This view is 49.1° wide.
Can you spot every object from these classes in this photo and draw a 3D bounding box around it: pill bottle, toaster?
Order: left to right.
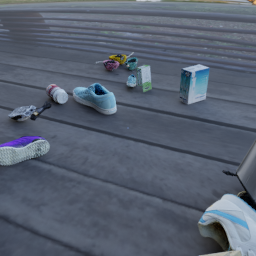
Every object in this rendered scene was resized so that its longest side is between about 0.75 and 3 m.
[{"bbox_3d":[-3.051,-1.462,12.079,0.599,0.599,1.049,-22,37,-32],"label":"pill bottle"},{"bbox_3d":[3.695,1.270,6.358,2.140,1.270,1.935,9,28,-13],"label":"toaster"}]

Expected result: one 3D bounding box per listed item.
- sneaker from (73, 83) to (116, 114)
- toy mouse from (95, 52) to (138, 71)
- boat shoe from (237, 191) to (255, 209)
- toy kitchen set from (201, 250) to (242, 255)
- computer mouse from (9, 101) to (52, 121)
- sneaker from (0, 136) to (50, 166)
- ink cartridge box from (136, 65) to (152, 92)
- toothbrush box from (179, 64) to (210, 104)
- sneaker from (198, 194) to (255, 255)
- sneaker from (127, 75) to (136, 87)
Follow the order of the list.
[{"bbox_3d":[-1.395,-1.467,11.652,2.536,1.039,0.937,25,37,35],"label":"sneaker"},{"bbox_3d":[-0.383,-3.574,15.751,2.691,0.521,2.391,-13,32,-21],"label":"toy mouse"},{"bbox_3d":[3.156,1.807,6.722,1.002,0.361,0.325,17,18,16],"label":"boat shoe"},{"bbox_3d":[0.935,3.105,4.367,1.671,1.848,2.048,-25,-23,32],"label":"toy kitchen set"},{"bbox_3d":[-3.710,-0.539,10.434,1.754,0.385,0.962,-4,38,32],"label":"computer mouse"},{"bbox_3d":[-3.370,0.613,8.632,1.731,0.602,0.861,-10,27,-26],"label":"sneaker"},{"bbox_3d":[0.750,-2.296,13.018,0.584,1.124,0.333,-27,32,-36],"label":"ink cartridge box"},{"bbox_3d":[2.800,-1.852,11.906,1.058,1.445,0.616,-19,33,-27],"label":"toothbrush box"},{"bbox_3d":[2.552,2.374,5.323,1.056,1.000,2.615,-28,34,-24],"label":"sneaker"},{"bbox_3d":[0.216,-2.286,13.358,0.466,0.517,1.261,18,14,-6],"label":"sneaker"}]
